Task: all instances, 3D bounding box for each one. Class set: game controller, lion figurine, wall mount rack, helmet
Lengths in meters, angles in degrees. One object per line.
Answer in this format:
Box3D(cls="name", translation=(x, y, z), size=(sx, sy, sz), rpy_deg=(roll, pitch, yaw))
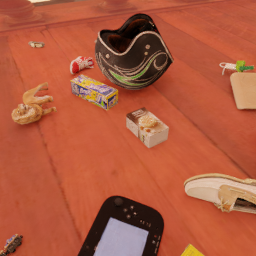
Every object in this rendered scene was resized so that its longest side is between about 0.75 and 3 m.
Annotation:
Box3D(cls="game controller", translation=(-0.230, 2.594, 5.459), size=(1.461, 0.590, 2.800), rpy_deg=(12, 42, 14))
Box3D(cls="lion figurine", translation=(-3.260, -0.851, 9.641), size=(1.343, 0.794, 2.192), rpy_deg=(-19, 29, -10))
Box3D(cls="wall mount rack", translation=(4.439, -2.502, 11.814), size=(1.110, 0.414, 0.964), rpy_deg=(19, 47, 21))
Box3D(cls="helmet", translation=(0.134, -2.670, 10.263), size=(2.504, 2.626, 2.626), rpy_deg=(-28, 37, 15))

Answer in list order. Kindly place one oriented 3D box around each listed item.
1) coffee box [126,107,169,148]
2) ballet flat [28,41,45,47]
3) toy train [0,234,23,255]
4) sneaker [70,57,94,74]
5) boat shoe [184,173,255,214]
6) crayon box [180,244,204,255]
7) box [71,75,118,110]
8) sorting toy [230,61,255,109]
Box3D(cls="coffee box", translation=(0.571, -0.040, 8.707), size=(0.731, 0.510, 1.279), rpy_deg=(-23, 45, -25))
Box3D(cls="ballet flat", translation=(-4.551, -4.116, 13.844), size=(0.831, 0.299, 0.299), rpy_deg=(2, 40, 5))
Box3D(cls="toy train", translation=(-2.641, 2.663, 5.694), size=(0.278, 0.207, 1.213), rpy_deg=(11, 40, 32))
Box3D(cls="sneaker", translation=(-1.924, -2.681, 11.933), size=(0.767, 0.486, 1.364), rpy_deg=(6, 38, 12))
Box3D(cls="boat shoe", translation=(2.336, 1.569, 6.552), size=(2.015, 0.753, 0.689), rpy_deg=(2, 48, 10))
Box3D(cls="crayon box", translation=(1.482, 3.370, 4.261), size=(2.635, 0.669, 1.673), rpy_deg=(37, 50, 26))
Box3D(cls="box", translation=(-1.230, -1.321, 10.206), size=(1.815, 0.584, 0.636), rpy_deg=(27, 47, 28))
Box3D(cls="sorting toy", translation=(4.910, -1.650, 10.495), size=(1.993, 0.397, 2.697), rpy_deg=(-1, 51, 7))
